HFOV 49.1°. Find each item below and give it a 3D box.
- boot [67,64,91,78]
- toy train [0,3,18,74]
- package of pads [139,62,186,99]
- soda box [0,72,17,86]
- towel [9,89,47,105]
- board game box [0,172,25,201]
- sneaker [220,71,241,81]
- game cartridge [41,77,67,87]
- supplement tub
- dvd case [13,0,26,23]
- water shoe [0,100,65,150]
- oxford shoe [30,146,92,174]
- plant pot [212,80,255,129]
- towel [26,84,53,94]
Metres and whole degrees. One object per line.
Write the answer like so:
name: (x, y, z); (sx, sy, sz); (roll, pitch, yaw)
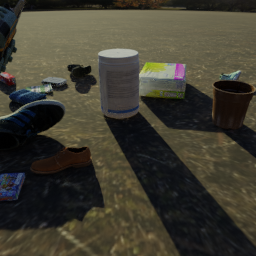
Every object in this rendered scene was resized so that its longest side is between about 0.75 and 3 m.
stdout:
boot: (-2.583, -2.798, 13.613); (1.081, 0.517, 1.432); (12, 24, 26)
toy train: (-1.749, -1.178, 3.686); (0.537, 0.719, 1.261); (19, 32, -20)
package of pads: (1.456, -2.089, 11.865); (1.948, 0.860, 2.522); (5, 28, 9)
soda box: (-5.490, -2.242, 12.722); (0.374, 0.339, 1.070); (-24, 36, -38)
towel: (-3.812, -1.161, 10.652); (1.469, 0.356, 0.820); (19, 34, 32)
board game box: (-2.655, 1.296, 6.228); (0.544, 0.138, 0.803); (-2, 28, -5)
sneaker: (4.652, -2.385, 12.781); (0.790, 0.493, 1.340); (22, 37, 25)
game cartridge: (-3.296, -2.089, 12.608); (1.011, 0.205, 0.674); (12, 34, 21)
supplement tub: (-0.293, -1.492, 9.429); (1.367, 2.072, 1.367); (0, 28, 0)
dvd case: (-3.717, -2.266, 8.038); (0.206, 1.921, 2.583); (26, 55, -24)
water shoe: (-2.975, 0.097, 7.813); (2.804, 1.003, 1.107); (-22, 45, -21)
oxford shoe: (-1.653, 0.734, 6.898); (1.500, 0.535, 0.535); (-12, 32, -18)
plant pot: (3.238, -0.717, 8.841); (1.281, 1.269, 1.281); (0, 27, 0)
towel: (-3.733, -1.637, 11.768); (1.060, 0.163, 0.791); (-9, 28, -16)
